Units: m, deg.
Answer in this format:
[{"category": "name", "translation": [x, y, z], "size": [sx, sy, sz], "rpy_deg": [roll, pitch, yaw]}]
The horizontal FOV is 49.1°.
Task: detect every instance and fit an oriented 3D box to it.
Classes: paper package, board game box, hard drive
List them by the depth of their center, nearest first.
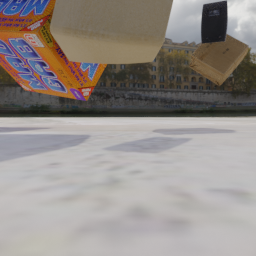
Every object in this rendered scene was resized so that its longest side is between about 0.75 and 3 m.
[{"category": "hard drive", "translation": [2.354, -2.839, 7.585], "size": [0.713, 1.057, 0.224], "rpy_deg": [4, 6, 32]}, {"category": "board game box", "translation": [-2.406, -2.984, 8.923], "size": [2.835, 2.833, 2.832], "rpy_deg": [12, -26, 27]}, {"category": "paper package", "translation": [3.116, -2.482, 9.717], "size": [1.418, 1.487, 0.769], "rpy_deg": [38, -11, 19]}]

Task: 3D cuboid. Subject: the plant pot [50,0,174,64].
[{"category": "plant pot", "translation": [-0.179, -2.822, 6.564], "size": [2.251, 2.543, 2.540], "rpy_deg": [12, -1, -3]}]
